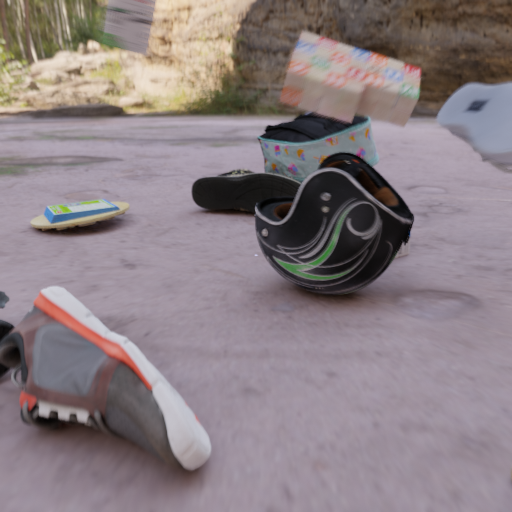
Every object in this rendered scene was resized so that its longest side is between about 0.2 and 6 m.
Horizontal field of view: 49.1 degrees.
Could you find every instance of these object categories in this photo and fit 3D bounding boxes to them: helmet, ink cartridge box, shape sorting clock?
[{"bbox_3d":[0.978,-0.374,7.694,1.914,1.825,1.914,33,27,-19],"label":"helmet"},{"bbox_3d":[2.189,-0.272,9.385,0.855,0.624,0.360,-13,21,-37],"label":"ink cartridge box"},{"bbox_3d":[-2.493,-4.722,11.043,0.888,1.216,0.513,10,45,-15],"label":"ink cartridge box"},{"bbox_3d":[-3.610,-0.834,11.562,1.983,0.389,1.983,-3,15,1],"label":"shape sorting clock"}]

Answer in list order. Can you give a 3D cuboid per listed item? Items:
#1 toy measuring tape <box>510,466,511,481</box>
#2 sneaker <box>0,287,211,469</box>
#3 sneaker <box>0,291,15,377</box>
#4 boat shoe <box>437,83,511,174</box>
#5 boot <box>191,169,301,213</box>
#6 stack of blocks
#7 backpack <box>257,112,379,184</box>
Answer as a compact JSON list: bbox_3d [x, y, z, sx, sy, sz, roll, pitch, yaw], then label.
[{"bbox_3d":[1.811,1.641,3.378,0.591,0.591,1.606,4,18,13],"label":"toy measuring tape"},{"bbox_3d":[-1.397,1.195,4.751,2.495,0.962,1.022,26,62,41],"label":"sneaker"},{"bbox_3d":[-3.481,0.922,5.300,1.497,0.862,2.871,13,17,35],"label":"sneaker"},{"bbox_3d":[3.294,-1.503,7.239,1.142,0.990,2.680,34,13,-13],"label":"boat shoe"},{"bbox_3d":[0.058,-1.566,13.024,2.658,0.959,2.007,5,15,14],"label":"boot"},{"bbox_3d":[1.552,-2.783,9.106,2.076,0.608,1.196,17,51,0],"label":"stack of blocks"},{"bbox_3d":[1.615,-2.499,13.796,2.393,2.087,2.722,-22,16,-23],"label":"backpack"}]
